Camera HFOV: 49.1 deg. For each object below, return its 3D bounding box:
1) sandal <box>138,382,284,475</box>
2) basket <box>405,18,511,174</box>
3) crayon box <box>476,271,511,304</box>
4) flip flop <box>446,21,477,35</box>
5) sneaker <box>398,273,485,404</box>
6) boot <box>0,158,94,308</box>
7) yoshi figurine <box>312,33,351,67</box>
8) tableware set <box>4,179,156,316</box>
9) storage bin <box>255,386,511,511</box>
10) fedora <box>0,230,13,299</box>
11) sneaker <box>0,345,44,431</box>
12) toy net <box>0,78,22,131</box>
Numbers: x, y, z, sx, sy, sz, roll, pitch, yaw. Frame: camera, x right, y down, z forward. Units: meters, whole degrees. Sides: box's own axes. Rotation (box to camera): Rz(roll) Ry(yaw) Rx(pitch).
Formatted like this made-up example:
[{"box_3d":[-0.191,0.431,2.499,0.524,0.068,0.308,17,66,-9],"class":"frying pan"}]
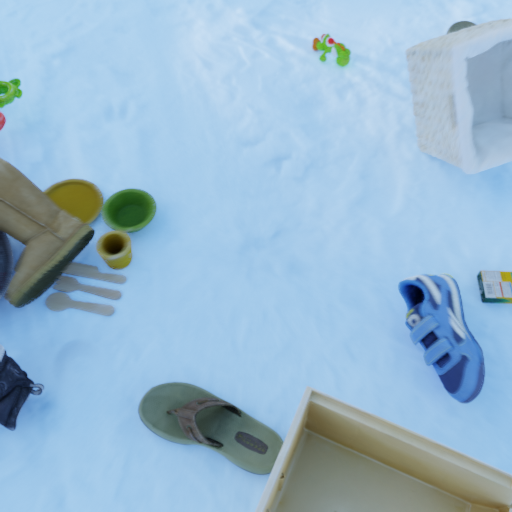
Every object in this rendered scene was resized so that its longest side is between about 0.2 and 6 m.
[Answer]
[{"box_3d":[-0.593,2.267,7.684,2.134,0.609,0.848,18,59,11],"class":"sandal"},{"box_3d":[4.046,-2.897,9.745,2.190,2.170,1.761,-20,26,-8],"class":"basket"},{"box_3d":[4.028,0.512,9.037,0.804,0.207,0.506,2,58,2],"class":"crayon box"},{"box_3d":[4.638,-4.154,11.666,1.064,0.756,2.624,-2,58,-1],"class":"flip flop"},{"box_3d":[2.636,1.155,8.182,0.861,0.774,2.093,10,48,-21],"class":"sneaker"},{"box_3d":[-3.957,-0.398,8.978,2.097,0.694,1.837,35,57,3],"class":"boot"},{"box_3d":[1.671,-4.382,12.069,0.563,0.565,1.006,7,29,-44],"class":"yoshi figurine"},{"box_3d":[-3.756,-0.486,9.451,3.837,0.589,2.585,11,58,7],"class":"tableware set"},{"box_3d":[1.336,3.572,6.414,2.897,1.367,2.918,21,59,13],"class":"storage bin"},{"box_3d":[-4.997,-0.145,8.230,2.434,1.242,2.752,-32,68,-30],"class":"fedora"},{"box_3d":[-3.888,2.039,7.716,2.045,1.164,0.772,-32,29,20],"class":"sneaker"},{"box_3d":[-5.956,-1.784,10.162,2.211,0.814,4.215,15,59,7],"class":"toy net"}]
